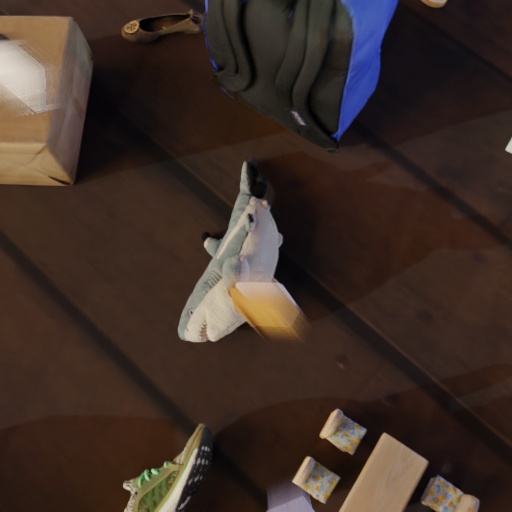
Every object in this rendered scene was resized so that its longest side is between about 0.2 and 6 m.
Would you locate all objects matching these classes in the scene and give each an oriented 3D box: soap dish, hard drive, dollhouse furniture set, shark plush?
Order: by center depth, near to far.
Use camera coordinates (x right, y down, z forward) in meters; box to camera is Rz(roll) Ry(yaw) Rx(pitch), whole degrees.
[{"bbox_3d":[-2.954,-2.270,6.990,0.907,0.634,0.172,39,50,19],"label":"hard drive"},{"bbox_3d":[0.114,0.668,7.427,0.714,0.908,0.369,0,66,18],"label":"soap dish"},{"bbox_3d":[1.706,4.134,8.554,2.531,1.793,2.755,32,73,11],"label":"dollhouse furniture set"},{"bbox_3d":[-0.507,-0.306,10.533,1.609,1.755,3.862,-7,72,30],"label":"shark plush"}]

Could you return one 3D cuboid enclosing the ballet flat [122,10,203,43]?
[{"bbox_3d":[-2.125,-5.278,12.751,1.910,0.443,0.643,-8,70,-3],"label":"ballet flat"}]

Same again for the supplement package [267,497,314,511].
[{"bbox_3d":[0.268,3.663,7.051,1.094,0.655,0.663,-5,34,-33],"label":"supplement package"}]

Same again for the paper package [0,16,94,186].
[{"bbox_3d":[-5.081,-3.152,11.346,2.973,1.613,3.119,1,70,0],"label":"paper package"}]

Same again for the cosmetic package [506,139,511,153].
[{"bbox_3d":[5.834,-2.747,11.677,0.562,0.712,1.324,29,71,12],"label":"cosmetic package"}]

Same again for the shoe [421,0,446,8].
[{"bbox_3d":[4.066,-6.890,13.264,0.782,0.597,2.237,-7,70,-3],"label":"shoe"}]

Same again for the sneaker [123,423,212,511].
[{"bbox_3d":[-1.646,3.816,9.202,1.129,0.979,2.547,24,68,20],"label":"sneaker"}]

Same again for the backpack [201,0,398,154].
[{"bbox_3d":[0.880,-4.762,10.384,3.466,4.266,3.580,27,77,11],"label":"backpack"}]
